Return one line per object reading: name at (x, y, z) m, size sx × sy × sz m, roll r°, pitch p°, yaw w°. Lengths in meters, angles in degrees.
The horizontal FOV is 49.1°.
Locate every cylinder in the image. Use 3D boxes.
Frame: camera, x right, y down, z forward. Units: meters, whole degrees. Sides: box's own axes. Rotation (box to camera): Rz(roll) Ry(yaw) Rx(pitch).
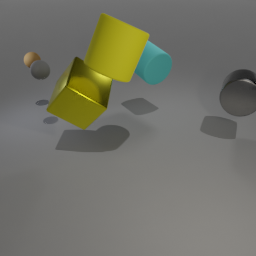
cylinder at (4.142, -1.310, 10.268) m, size 1.400 × 1.400 × 1.400 m, roll 11°, pitch 28°, yaw 19°
cylinder at (-0.324, -2.169, 7.640) m, size 1.400 × 1.400 × 1.400 m, roll 22°, pitch 19°, yaw -8°
cylinder at (0.867, -2.731, 11.641) m, size 1.400 × 1.400 × 1.400 m, roll -16°, pitch 44°, yaw -27°

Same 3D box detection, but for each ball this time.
ball at (-3.163, -2.089, 10.097) m, size 0.700 × 0.700 × 0.700 m, roll 0°, pitch 29°, yaw 0°
ball at (-4.104, -2.907, 12.038) m, size 0.700 × 0.700 × 0.700 m, roll 0°, pitch 29°, yaw 0°

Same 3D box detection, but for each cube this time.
cube at (-1.503, -1.062, 8.850) m, size 1.400 × 1.400 × 1.400 m, roll 28°, pitch 46°, yaw -25°
